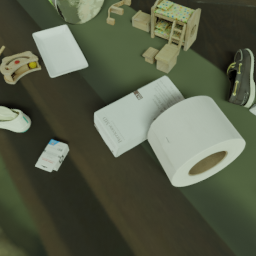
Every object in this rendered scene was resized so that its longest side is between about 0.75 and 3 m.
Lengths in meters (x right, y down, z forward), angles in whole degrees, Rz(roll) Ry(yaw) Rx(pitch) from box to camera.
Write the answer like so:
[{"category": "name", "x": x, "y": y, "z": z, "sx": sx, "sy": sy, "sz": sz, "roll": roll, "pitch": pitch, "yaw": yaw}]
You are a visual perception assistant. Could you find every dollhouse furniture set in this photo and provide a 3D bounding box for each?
[{"category": "dollhouse furniture set", "x": 0.836, "y": -3.346, "z": 9.450, "sx": 2.401, "sy": 1.335, "sz": 2.123, "roll": 28, "pitch": 62, "yaw": 20}]

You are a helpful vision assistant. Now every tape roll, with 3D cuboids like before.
[{"category": "tape roll", "x": 1.567, "y": 0.342, "z": 6.642, "sx": 1.898, "sy": 1.898, "sz": 1.303, "roll": -19, "pitch": 58, "yaw": -12}]

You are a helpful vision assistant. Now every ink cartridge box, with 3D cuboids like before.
[{"category": "ink cartridge box", "x": -1.971, "y": 0.771, "z": 7.314, "sx": 0.496, "sy": 0.286, "sz": 0.857, "roll": 18, "pitch": 58, "yaw": 12}]

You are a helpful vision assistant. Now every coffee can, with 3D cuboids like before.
[{"category": "coffee can", "x": -2.324, "y": -5.484, "z": 10.583, "sx": 1.910, "sy": 1.910, "sz": 2.609, "roll": -27, "pitch": 60, "yaw": -17}]

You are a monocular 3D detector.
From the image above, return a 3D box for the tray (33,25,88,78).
[{"category": "tray", "x": -2.353, "y": -2.642, "z": 9.656, "sx": 1.299, "sy": 0.268, "sz": 2.420, "roll": -20, "pitch": 58, "yaw": -14}]

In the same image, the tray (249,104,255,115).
[{"category": "tray", "x": 4.670, "y": -0.808, "z": 8.438, "sx": 1.976, "sy": 0.219, "sz": 1.061, "roll": -37, "pitch": 64, "yaw": -22}]

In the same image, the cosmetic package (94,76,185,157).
[{"category": "cosmetic package", "x": 0.357, "y": -0.340, "z": 7.598, "sx": 2.324, "sy": 0.860, "sz": 1.182, "roll": -30, "pitch": 73, "yaw": -18}]

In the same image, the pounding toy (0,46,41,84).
[{"category": "pounding toy", "x": -3.624, "y": -2.032, "z": 8.861, "sx": 1.543, "sy": 0.885, "sz": 0.882, "roll": -21, "pitch": 54, "yaw": -13}]

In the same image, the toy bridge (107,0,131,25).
[{"category": "toy bridge", "x": -0.443, "y": -4.650, "z": 11.052, "sx": 0.548, "sy": 0.222, "sz": 1.630, "roll": 21, "pitch": 58, "yaw": 14}]

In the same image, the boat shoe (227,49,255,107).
[{"category": "boat shoe", "x": 3.437, "y": -1.653, "z": 8.661, "sx": 0.665, "sy": 0.788, "sz": 2.210, "roll": 9, "pitch": 59, "yaw": 2}]

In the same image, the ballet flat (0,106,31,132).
[{"category": "ballet flat", "x": -3.848, "y": -0.406, "z": 7.853, "sx": 2.241, "sy": 0.778, "sz": 0.778, "roll": 9, "pitch": 56, "yaw": 7}]
